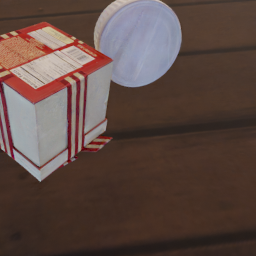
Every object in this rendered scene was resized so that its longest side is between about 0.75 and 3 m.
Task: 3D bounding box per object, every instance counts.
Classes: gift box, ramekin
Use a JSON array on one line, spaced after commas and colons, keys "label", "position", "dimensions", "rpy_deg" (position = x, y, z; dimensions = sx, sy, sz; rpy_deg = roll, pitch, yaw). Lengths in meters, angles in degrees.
[{"label": "gift box", "position": [-1.690, -0.588, 6.288], "dimensions": [2.442, 2.471, 2.646], "rpy_deg": [37, 48, 23]}, {"label": "ramekin", "position": [0.150, -2.242, 7.124], "dimensions": [2.229, 2.229, 1.038], "rpy_deg": [-20, 44, -13]}]
